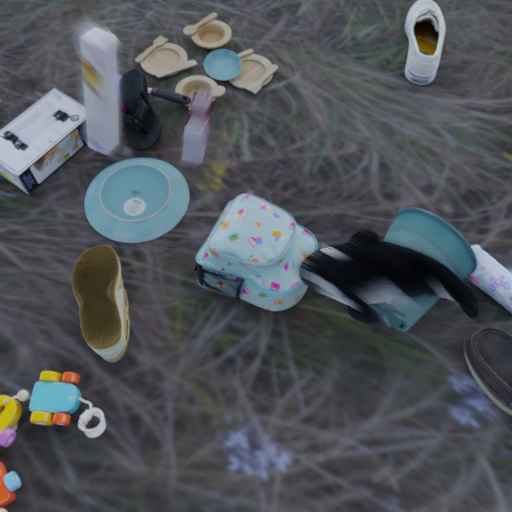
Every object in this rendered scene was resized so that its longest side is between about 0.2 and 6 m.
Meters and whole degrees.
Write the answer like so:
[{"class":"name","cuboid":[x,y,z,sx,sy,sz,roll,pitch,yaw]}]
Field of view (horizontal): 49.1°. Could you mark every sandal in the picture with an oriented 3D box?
[{"class":"sandal","cuboid":[-2.798,-3.373,12.773,0.891,0.567,2.371,-28,63,14]}]

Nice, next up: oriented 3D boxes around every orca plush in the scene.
[{"class":"orca plush","cuboid":[2.193,0.379,8.962,2.914,1.036,1.533,22,78,3]}]

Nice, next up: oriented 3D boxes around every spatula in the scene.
[{"class":"spatula","cuboid":[-2.608,-3.882,13.291,2.454,0.252,0.694,16,62,22]}]

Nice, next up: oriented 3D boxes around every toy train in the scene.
[{"class":"toy train","cuboid":[-3.713,3.043,9.240,2.441,0.679,1.833,-33,67,-14]}]

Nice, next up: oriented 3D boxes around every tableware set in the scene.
[{"class":"tableware set","cuboid":[-1.246,-4.765,13.839,2.623,0.364,3.140,-36,67,-18]}]

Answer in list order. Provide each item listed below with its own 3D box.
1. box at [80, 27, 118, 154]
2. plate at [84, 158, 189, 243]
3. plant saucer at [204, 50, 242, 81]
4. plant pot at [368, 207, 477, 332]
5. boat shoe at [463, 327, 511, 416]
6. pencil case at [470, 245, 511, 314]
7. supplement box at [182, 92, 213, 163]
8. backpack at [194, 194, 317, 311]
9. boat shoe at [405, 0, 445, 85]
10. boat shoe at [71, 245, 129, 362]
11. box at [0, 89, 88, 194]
[{"class":"box","cuboid":[-3.138,-3.254,11.312,0.497,2.568,0.532,24,49,9]},{"class":"plate","cuboid":[-2.546,-1.284,11.898,2.234,0.285,2.234,0,60,-1]},{"class":"plant saucer","cuboid":[-0.811,-4.618,13.677,0.929,0.167,0.929,1,69,-4]},{"class":"plant pot","cuboid":[2.760,0.327,10.263,1.765,1.765,1.729,39,75,20]},{"class":"boat shoe","cuboid":[4.974,2.347,9.279,1.225,1.206,3.289,-37,67,-19]},{"class":"pencil case","cuboid":[4.571,0.455,10.671,0.627,0.684,1.508,-41,67,-18]},{"class":"supplement box","cuboid":[-1.199,-2.665,11.541,0.434,0.776,1.425,9,45,-4]},{"class":"backpack","cuboid":[0.105,-0.029,10.470,2.078,1.593,1.827,26,58,6]},{"class":"boat shoe","cuboid":[4.239,-5.618,13.956,1.014,0.998,2.859,12,61,7]},{"class":"boat shoe","cuboid":[-2.848,0.859,10.357,0.922,0.827,2.491,-11,47,-5]},{"class":"box","cuboid":[-4.754,-2.567,12.401,1.306,0.673,2.240,32,65,17]}]
